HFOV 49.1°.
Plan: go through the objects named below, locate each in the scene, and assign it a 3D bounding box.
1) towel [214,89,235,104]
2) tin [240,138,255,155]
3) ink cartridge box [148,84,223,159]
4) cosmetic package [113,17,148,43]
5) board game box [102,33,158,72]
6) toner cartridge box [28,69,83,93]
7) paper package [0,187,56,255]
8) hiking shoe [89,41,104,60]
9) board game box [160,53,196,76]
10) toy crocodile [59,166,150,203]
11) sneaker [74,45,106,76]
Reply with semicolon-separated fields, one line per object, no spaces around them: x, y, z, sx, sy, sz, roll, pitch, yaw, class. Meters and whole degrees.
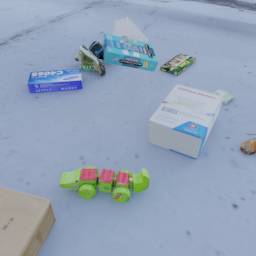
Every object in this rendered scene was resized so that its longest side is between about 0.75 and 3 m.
4.448;-1.485;13.149;0.776;0.218;0.907;-28;48;-30;towel
4.704;0.700;10.617;0.987;0.207;0.552;-19;48;-21;tin
2.295;-0.374;11.075;2.058;1.205;2.847;19;46;21;ink cartridge box
0.143;-4.064;12.813;0.778;1.835;0.987;-3;70;35;cosmetic package
0.040;-2.777;10.309;1.896;0.445;1.431;7;42;-16;board game box
-3.569;-2.367;13.916;2.551;0.551;1.212;-6;41;-7;toner cartridge box
-3.210;2.774;7.548;1.860;1.010;1.952;11;43;13;paper package
-1.130;-4.094;15.576;2.346;0.873;1.017;-12;64;-50;hiking shoe
2.819;-3.563;15.580;1.102;0.247;2.103;28;48;26;board game box
-0.746;1.675;8.930;2.872;0.887;0.969;4;41;5;toy crocodile
-2.099;-3.400;15.134;1.097;0.952;2.476;-44;58;5;sneaker
